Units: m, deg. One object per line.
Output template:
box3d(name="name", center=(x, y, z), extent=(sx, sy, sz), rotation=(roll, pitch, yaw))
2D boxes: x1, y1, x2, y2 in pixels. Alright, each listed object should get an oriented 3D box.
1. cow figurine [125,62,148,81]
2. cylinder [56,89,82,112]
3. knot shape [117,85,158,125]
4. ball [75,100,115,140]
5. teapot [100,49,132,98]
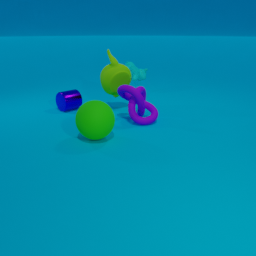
box3d(name="cow figurine", center=(0.324, -2.621, 12.923), extent=(0.685, 1.248, 1.228), rotation=(-7, 40, 43))
box3d(name="cylinder", center=(-2.210, -1.036, 10.493), extent=(0.732, 0.732, 0.732), rotation=(-19, 27, -42))
box3d(name="knot shape", center=(0.269, -0.898, 9.241), extent=(0.733, 1.485, 1.587), rotation=(-36, 33, 19))
box3d(name="ball", center=(-0.899, -0.223, 7.695), extent=(1.085, 1.085, 1.085), rotation=(0, 20, 0))
box3d(name="teapot", center=(-0.514, -1.893, 10.212), extent=(1.195, 1.921, 0.941), rotation=(-24, 47, -21))
